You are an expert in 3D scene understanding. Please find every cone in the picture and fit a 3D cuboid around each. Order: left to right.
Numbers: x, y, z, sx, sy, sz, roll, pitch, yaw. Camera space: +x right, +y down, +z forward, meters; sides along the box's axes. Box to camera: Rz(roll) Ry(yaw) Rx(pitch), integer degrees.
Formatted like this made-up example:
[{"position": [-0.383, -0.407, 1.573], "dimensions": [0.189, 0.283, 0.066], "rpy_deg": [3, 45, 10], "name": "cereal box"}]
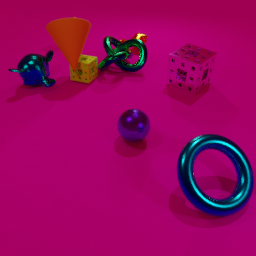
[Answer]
[{"position": [-1.945, -2.736, 9.673], "dimensions": [1.539, 1.544, 1.539], "rpy_deg": [-7, 1, 0], "name": "cone"}]

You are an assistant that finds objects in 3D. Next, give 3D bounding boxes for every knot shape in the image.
[{"position": [-0.337, -2.988, 11.067], "dimensions": [2.026, 0.936, 1.896], "rpy_deg": [-14, 48, -6], "name": "knot shape"}]

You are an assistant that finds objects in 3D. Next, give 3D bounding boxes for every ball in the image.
[{"position": [0.162, -0.073, 7.832], "dimensions": [0.940, 0.940, 0.940], "rpy_deg": [0, 41, 0], "name": "ball"}]

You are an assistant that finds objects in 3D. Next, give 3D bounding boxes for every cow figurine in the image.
[{"position": [0.214, -3.808, 12.332], "dimensions": [1.058, 0.590, 1.075], "rpy_deg": [22, 66, 6], "name": "cow figurine"}]

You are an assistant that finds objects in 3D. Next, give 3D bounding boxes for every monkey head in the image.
[{"position": [-3.188, -2.033, 9.908], "dimensions": [1.333, 1.117, 1.853], "rpy_deg": [24, 46, 32], "name": "monkey head"}]

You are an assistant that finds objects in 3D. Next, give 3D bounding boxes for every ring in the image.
[{"position": [2.005, 1.034, 6.386], "dimensions": [1.893, 0.379, 1.893], "rpy_deg": [5, 69, -13], "name": "ring"}]

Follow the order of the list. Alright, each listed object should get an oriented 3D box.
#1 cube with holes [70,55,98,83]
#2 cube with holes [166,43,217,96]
[{"position": [-1.630, -2.202, 10.372], "dimensions": [0.751, 0.751, 0.751], "rpy_deg": [13, 34, 15], "name": "cube with holes"}, {"position": [2.240, -2.113, 10.009], "dimensions": [1.193, 1.193, 1.193], "rpy_deg": [30, 49, 30], "name": "cube with holes"}]
